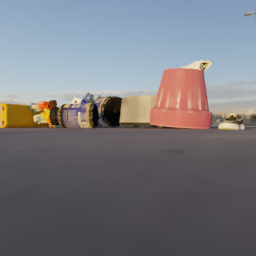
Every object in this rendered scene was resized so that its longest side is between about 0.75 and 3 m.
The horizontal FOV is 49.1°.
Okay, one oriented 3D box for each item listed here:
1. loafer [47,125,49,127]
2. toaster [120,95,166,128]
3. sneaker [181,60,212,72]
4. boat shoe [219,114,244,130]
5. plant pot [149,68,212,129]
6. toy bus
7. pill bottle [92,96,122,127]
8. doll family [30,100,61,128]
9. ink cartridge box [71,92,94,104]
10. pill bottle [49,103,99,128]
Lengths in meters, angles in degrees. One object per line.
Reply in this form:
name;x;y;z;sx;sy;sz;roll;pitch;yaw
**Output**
loafer;-3.841;-0.323;13.440;0.555;0.554;1.588;0;1;-25
toaster;0.930;-0.605;10.860;2.017;1.197;1.824;1;2;38
sneaker;2.924;-2.561;12.720;1.914;0.731;0.770;-37;22;-20
boat shoe;2.562;-0.154;6.927;0.446;0.402;1.263;1;1;34
plant pot;1.710;-0.935;8.966;1.985;1.777;1.985;3;4;0
toy bus;-4.131;-0.475;11.260;1.098;0.913;2.805;0;1;26
pill bottle;-1.112;-0.725;13.294;1.390;1.390;2.485;0;0;-30
doll family;-2.742;-0.345;11.020;1.351;0.981;2.177;-7;-20;27
ink cartridge box;-2.407;-0.920;13.270;0.420;1.934;1.916;36;1;1
pill bottle;-1.863;-0.419;9.705;1.555;0.870;0.870;0;1;9
